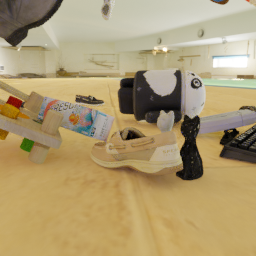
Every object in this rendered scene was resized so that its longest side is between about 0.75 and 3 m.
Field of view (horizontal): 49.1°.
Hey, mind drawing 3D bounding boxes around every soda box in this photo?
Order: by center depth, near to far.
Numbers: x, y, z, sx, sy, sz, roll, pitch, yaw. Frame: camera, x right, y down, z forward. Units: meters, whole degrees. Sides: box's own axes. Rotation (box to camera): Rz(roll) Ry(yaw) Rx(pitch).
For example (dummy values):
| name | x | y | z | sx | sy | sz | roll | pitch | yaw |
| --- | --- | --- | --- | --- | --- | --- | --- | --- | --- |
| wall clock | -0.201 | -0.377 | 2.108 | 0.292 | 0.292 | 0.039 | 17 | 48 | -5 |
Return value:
| name | x | y | z | sx | sy | sz | roll | pitch | yaw |
| --- | --- | --- | --- | --- | --- | --- | --- | --- | --- |
| soda box | -1.111 | -0.211 | 5.759 | 1.681 | 0.534 | 0.575 | 16 | -4 | 37 |

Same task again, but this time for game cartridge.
| name | x | y | z | sx | sy | sz | roll | pitch | yaw |
| --- | --- | --- | --- | --- | --- | --- | --- | --- | --- |
| game cartridge | 2.374 | -0.155 | 7.425 | 1.786 | 0.361 | 1.191 | -11 | 3 | 12 |

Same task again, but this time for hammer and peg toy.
| name | x | y | z | sx | sy | sz | roll | pitch | yaw |
| --- | --- | --- | --- | --- | --- | --- | --- | --- | --- |
| hammer and peg toy | -2.579 | -0.362 | 5.964 | 2.195 | 1.052 | 2.984 | 24 | 3 | -22 |

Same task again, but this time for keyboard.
| name | x | y | z | sx | sy | sz | roll | pitch | yaw |
| --- | --- | --- | --- | --- | --- | --- | --- | --- | --- |
| keyboard | 2.976 | 0.233 | 6.428 | 1.763 | 0.377 | 2.936 | 9 | 14 | 35 |

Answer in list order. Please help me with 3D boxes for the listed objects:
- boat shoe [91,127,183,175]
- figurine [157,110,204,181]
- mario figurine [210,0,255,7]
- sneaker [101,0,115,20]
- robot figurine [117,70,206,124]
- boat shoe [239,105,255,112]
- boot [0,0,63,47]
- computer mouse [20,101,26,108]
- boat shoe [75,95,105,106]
| name | x | y | z | sx | sy | sz | roll | pitch | yaw |
| --- | --- | --- | --- | --- | --- | --- | --- | --- | --- |
| boat shoe | 0.059 | 0.313 | 4.905 | 0.764 | 0.692 | 2.145 | -13 | 8 | -41 |
| figurine | 0.840 | 0.229 | 4.820 | 0.458 | 1.039 | 1.065 | -7 | 14 | -30 |
| mario figurine | 2.371 | -2.976 | 5.433 | 1.006 | 1.172 | 1.898 | -46 | 19 | 0 |
| sneaker | -0.521 | -3.506 | 8.050 | 0.348 | 0.894 | 0.444 | 4 | -1 | 29 |
| robot figurine | 1.075 | -1.044 | 9.009 | 2.743 | 2.061 | 1.712 | 1 | -9 | 7 |
| boat shoe | 4.118 | -0.499 | 9.544 | 0.481 | 0.543 | 1.483 | -6 | 5 | 12 |
| boot | -2.548 | -2.882 | 6.064 | 2.422 | 0.845 | 1.594 | -30 | -40 | 26 |
| computer mouse | -4.795 | -0.990 | 12.391 | 0.927 | 0.244 | 0.642 | -15 | 17 | -17 |
| boat shoe | -1.826 | -1.323 | 13.244 | 1.578 | 0.476 | 0.583 | 7 | 14 | 28 |
